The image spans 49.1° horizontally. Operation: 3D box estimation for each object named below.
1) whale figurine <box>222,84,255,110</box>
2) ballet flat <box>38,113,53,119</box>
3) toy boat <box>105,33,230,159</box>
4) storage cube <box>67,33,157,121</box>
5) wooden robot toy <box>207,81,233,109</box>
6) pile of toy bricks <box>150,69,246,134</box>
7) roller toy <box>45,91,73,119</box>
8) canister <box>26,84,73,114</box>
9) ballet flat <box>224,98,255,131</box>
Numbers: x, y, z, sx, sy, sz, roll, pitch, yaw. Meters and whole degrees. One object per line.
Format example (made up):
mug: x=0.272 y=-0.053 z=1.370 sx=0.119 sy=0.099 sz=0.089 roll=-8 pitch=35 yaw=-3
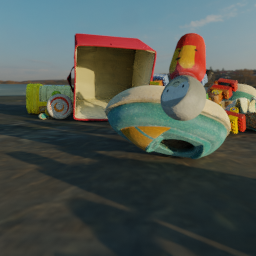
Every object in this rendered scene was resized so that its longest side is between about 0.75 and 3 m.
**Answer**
whale figurine: x=4.856 y=-1.028 z=11.787 sx=2.158 sy=1.120 sz=1.717 roll=24 pitch=-7 yaw=-36
ballet flat: x=-2.707 y=-0.429 z=9.580 sx=0.264 sy=0.264 sz=0.760 roll=8 pitch=12 yaw=43
toy boat: x=0.521 y=-0.154 z=3.524 sx=1.725 sy=0.954 sz=2.052 roll=12 pitch=-27 yaw=2
storage cube: x=-0.636 y=-1.740 z=9.174 sx=2.652 sy=2.267 sz=2.384 roll=1 pitch=25 yaw=-11
wooden robot toy: x=3.329 y=-1.030 z=10.003 sx=1.248 sy=1.286 sz=2.834 roll=4 pitch=10 yaw=31
pile of toy bricks: x=1.210 y=-0.453 z=6.700 sx=2.771 sy=1.537 sz=1.368 roll=20 pitch=53 yaw=43
roller toy: x=-2.260 y=-0.711 z=9.347 sx=0.826 sy=0.906 sz=0.633 roll=25 pitch=2 yaw=-10
canister: x=-2.651 y=-1.228 z=11.790 sx=2.779 sy=1.203 sz=2.064 roll=0 pitch=8 yaw=-9
ballet flat: x=3.094 y=-0.380 z=7.144 sx=0.865 sy=0.801 sz=2.453 roll=-2 pitch=8 yaw=-18
